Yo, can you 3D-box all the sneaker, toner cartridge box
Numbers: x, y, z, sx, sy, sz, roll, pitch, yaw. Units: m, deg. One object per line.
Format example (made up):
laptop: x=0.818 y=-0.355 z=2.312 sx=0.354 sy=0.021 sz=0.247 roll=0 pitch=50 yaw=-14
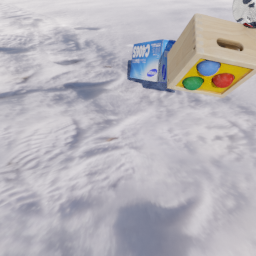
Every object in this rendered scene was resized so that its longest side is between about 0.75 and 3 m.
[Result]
sneaker: x=3.077 y=-2.851 z=6.415 sx=1.730 sy=1.125 sz=0.690 roll=28 pitch=-6 yaw=-34
toner cartridge box: x=0.683 y=-1.929 z=8.133 sx=0.497 sy=1.094 sz=2.303 roll=1 pitch=12 yaw=-19

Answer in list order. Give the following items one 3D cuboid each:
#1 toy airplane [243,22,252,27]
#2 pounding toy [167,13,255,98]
toy airplane: x=2.503 y=-1.658 z=5.745 sx=1.119 sy=1.119 sz=0.206 roll=5 pitch=59 yaw=7
pounding toy: x=1.929 y=-1.329 z=4.995 sx=1.821 sy=2.073 sz=0.948 roll=8 pitch=69 yaw=-12
